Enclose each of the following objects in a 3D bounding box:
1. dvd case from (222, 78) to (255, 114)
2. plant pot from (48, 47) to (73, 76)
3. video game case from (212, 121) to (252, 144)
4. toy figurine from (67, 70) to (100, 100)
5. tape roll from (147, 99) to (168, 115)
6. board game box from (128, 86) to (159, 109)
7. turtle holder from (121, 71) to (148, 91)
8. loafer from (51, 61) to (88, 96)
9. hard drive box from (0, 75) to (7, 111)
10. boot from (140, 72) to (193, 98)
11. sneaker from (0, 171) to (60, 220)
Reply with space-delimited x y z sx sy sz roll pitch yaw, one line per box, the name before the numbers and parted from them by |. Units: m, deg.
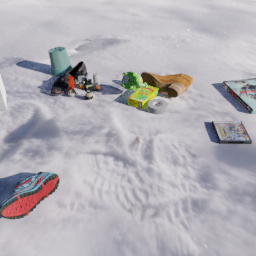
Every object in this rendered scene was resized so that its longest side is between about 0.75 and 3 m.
dvd case | 5.227 -1.385 11.553 1.730 0.261 2.370 -7 36 -9
plant pot | -3.216 -3.190 13.208 1.099 1.077 1.099 -5 34 4
video game case | 3.522 0.130 9.587 1.053 0.149 1.165 1 36 1
toy figurine | -1.811 -1.781 11.658 1.250 0.869 1.230 10 32 16
tape roll | 1.139 -0.830 10.799 0.775 0.256 0.775 -1 37 0
board game box | 0.630 -1.295 11.372 0.678 0.318 1.335 20 41 25
turtle holder | 0.279 -1.891 11.293 1.025 0.779 0.728 -11 -9 38
loafer | -2.601 -2.223 12.276 0.843 0.739 2.346 17 39 21
hard drive box | -5.255 -1.784 10.669 0.745 1.939 1.511 -13 38 -16
boot | 1.692 -2.067 12.120 2.026 0.747 1.568 31 46 20
sneaker | -2.608 1.687 7.205 0.811 0.674 1.698 12 29 36
